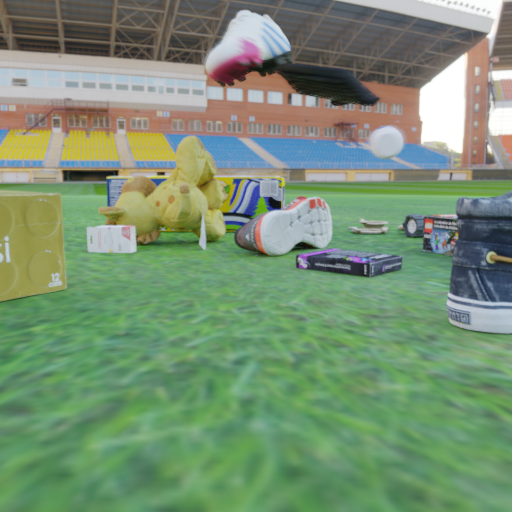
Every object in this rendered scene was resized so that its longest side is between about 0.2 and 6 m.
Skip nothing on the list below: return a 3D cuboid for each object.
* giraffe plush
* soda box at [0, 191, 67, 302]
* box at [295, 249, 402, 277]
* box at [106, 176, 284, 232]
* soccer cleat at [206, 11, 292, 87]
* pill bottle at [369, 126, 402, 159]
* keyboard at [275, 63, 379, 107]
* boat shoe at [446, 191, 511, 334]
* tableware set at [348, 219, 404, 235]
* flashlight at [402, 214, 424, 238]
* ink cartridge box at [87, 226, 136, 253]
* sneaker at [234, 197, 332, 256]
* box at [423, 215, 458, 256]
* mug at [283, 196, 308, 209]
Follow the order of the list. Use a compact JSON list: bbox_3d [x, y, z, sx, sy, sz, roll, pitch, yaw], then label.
[{"bbox_3d":[-2.072,-1.070,12.305,2.237,2.380,2.759,-8,41,14],"label":"giraffe plush"},{"bbox_3d":[-3.969,-0.027,5.934,1.216,1.287,3.800,5,9,33],"label":"soda box"},{"bbox_3d":[1.465,0.098,8.890,1.386,0.250,0.991,5,10,42],"label":"box"},{"bbox_3d":[-1.585,-1.464,15.524,4.728,1.520,1.656,1,8,4],"label":"box"},{"bbox_3d":[-0.258,-3.672,9.739,0.918,1.135,2.629,-24,8,32],"label":"soccer cleat"},{"bbox_3d":[2.208,-1.927,9.524,0.529,0.529,0.952,1,15,9],"label":"pill bottle"},{"bbox_3d":[1.426,-3.345,11.247,1.437,0.307,2.394,25,6,-37],"label":"keyboard"},{"bbox_3d":[3.326,0.014,5.527,2.903,1.318,1.027,-1,8,-10],"label":"boat shoe"},{"bbox_3d":[3.703,-0.779,15.093,2.382,0.276,1.989,1,8,13],"label":"tableware set"},{"bbox_3d":[4.497,-0.769,13.914,1.773,0.600,0.602,-5,8,-26],"label":"flashlight"},{"bbox_3d":[-2.819,-0.324,10.921,0.893,0.520,0.301,1,8,9],"label":"ink cartridge box"},{"bbox_3d":[0.568,-0.609,11.346,1.126,1.060,2.750,-2,4,37],"label":"sneaker"},{"bbox_3d":[5.560,-0.374,10.449,3.932,0.741,2.686,-3,8,-18],"label":"box"},{"bbox_3d":[1.009,-0.967,14.391,0.924,0.695,1.041,35,51,29],"label":"mug"}]
